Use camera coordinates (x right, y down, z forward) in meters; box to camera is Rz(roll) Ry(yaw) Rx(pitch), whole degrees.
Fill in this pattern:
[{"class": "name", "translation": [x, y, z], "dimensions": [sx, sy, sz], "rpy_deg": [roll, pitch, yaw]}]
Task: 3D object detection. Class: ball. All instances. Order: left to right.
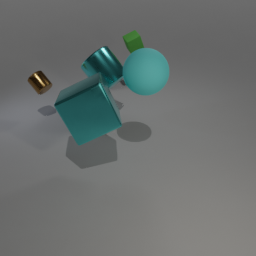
[{"class": "ball", "translation": [0.536, -1.680, 8.428], "dimensions": [1.400, 1.400, 1.400], "rpy_deg": [0, 31, 0]}]

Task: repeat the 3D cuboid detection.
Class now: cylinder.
[{"class": "cylinder", "translation": [-3.510, -1.805, 11.188], "dimensions": [0.700, 0.700, 0.700], "rpy_deg": [51, 44, 0]}, {"class": "cylinder", "translation": [-0.957, -2.344, 11.400], "dimensions": [1.400, 1.400, 1.400], "rpy_deg": [-38, 5, 4]}]

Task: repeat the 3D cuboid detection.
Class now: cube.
[{"class": "cube", "translation": [-1.124, -0.591, 8.215], "dimensions": [1.400, 1.400, 1.400], "rpy_deg": [-25, 23, 5]}, {"class": "cube", "translation": [0.252, -4.071, 13.278], "dimensions": [0.700, 0.700, 0.700], "rpy_deg": [-26, 45, 0]}]
